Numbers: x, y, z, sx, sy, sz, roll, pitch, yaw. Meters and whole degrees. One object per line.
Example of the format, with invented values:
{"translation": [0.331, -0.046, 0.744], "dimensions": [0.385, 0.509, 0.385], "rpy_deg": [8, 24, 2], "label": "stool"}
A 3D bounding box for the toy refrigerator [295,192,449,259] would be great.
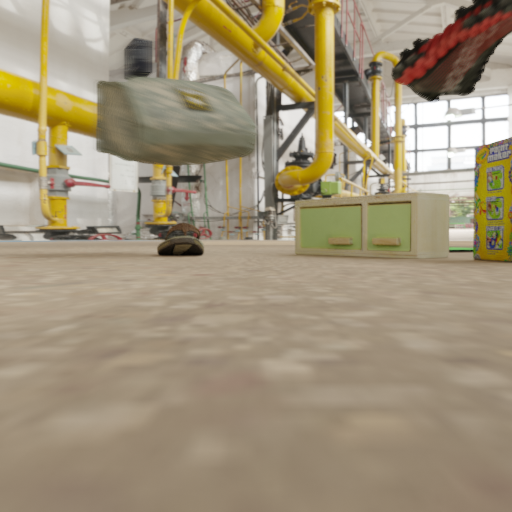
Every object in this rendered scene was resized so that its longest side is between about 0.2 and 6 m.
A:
{"translation": [1.637, -0.442, 8.498], "dimensions": [0.840, 0.912, 2.402], "rpy_deg": [-2, 3, -39], "label": "toy refrigerator"}

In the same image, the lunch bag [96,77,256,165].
{"translation": [-1.367, -2.168, 9.252], "dimensions": [1.975, 1.416, 2.409], "rpy_deg": [-4, 18, -33], "label": "lunch bag"}

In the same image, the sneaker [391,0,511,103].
{"translation": [3.490, -3.360, 9.185], "dimensions": [1.232, 0.891, 2.522], "rpy_deg": [40, -35, -17], "label": "sneaker"}

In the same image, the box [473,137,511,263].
{"translation": [3.513, -0.646, 6.719], "dimensions": [1.484, 1.429, 0.905], "rpy_deg": [-1, 2, -8], "label": "box"}

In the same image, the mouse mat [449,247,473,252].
{"translation": [3.542, -0.139, 11.786], "dimensions": [2.220, 0.104, 2.758], "rpy_deg": [-1, 3, -23], "label": "mouse mat"}

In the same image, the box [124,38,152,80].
{"translation": [-2.266, -3.745, 10.733], "dimensions": [0.365, 0.622, 0.611], "rpy_deg": [0, -2, -31], "label": "box"}

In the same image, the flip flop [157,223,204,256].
{"translation": [-1.157, -0.268, 9.010], "dimensions": [0.733, 0.520, 1.807], "rpy_deg": [0, 2, 0], "label": "flip flop"}
